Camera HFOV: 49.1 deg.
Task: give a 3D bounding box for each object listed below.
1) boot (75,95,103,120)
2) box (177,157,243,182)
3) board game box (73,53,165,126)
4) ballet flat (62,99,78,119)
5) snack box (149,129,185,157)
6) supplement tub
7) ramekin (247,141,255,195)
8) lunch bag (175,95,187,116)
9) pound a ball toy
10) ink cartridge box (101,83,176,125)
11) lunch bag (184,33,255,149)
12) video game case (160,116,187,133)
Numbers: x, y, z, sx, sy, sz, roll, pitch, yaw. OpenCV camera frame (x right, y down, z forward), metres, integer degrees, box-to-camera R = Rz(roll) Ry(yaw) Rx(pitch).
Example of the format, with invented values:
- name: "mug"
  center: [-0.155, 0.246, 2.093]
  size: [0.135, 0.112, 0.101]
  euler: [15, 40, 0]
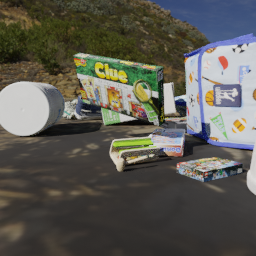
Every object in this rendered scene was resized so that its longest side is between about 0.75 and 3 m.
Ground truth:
- name: "boot"
  center: [-0.981, -0.934, 11.327]
  size: [2.285, 0.831, 1.032]
  euler: [-11, -33, -27]
- name: "box"
  center: [1.173, 0.577, 4.039]
  size: [0.785, 0.148, 0.536]
  euler: [-5, 9, -31]
- name: "board game box"
  center: [-0.218, -0.816, 5.573]
  size: [2.129, 1.116, 0.250]
  euler: [19, 38, 36]
- name: "ballet flat"
  center: [-2.367, -0.733, 12.320]
  size: [0.861, 0.861, 2.399]
  euler: [1, 10, 9]
- name: "snack box"
  center: [0.836, 0.255, 6.037]
  size: [0.744, 0.251, 2.068]
  euler: [2, 8, 13]
- name: "supplement tub"
  center: [-2.673, -0.596, 8.028]
  size: [1.422, 1.422, 2.155]
  euler: [0, 9, -2]
- name: "ramekin"
  center: [2.182, 0.369, 3.169]
  size: [1.509, 0.792, 1.509]
  euler: [0, 8, 0]
- name: "lunch bag"
  center: [2.754, -0.907, 11.480]
  size: [1.772, 1.129, 1.507]
  euler: [8, 4, -20]
- name: "pound a ball toy"
  center: [0.102, 0.465, 4.459]
  size: [0.870, 0.369, 0.567]
  euler: [-4, 34, -29]
- name: "ink cartridge box"
  center: [0.410, -0.879, 10.057]
  size: [2.483, 1.047, 1.814]
  euler: [-9, 6, 7]
- name: "lunch bag"
  center: [2.300, -0.803, 6.405]
  size: [1.637, 2.247, 2.643]
  euler: [-6, 10, -9]
- name: "video game case"
  center: [2.270, -0.162, 8.994]
  size: [2.422, 0.309, 2.189]
  euler: [-2, 8, -11]
